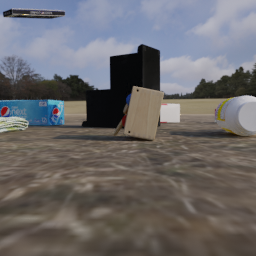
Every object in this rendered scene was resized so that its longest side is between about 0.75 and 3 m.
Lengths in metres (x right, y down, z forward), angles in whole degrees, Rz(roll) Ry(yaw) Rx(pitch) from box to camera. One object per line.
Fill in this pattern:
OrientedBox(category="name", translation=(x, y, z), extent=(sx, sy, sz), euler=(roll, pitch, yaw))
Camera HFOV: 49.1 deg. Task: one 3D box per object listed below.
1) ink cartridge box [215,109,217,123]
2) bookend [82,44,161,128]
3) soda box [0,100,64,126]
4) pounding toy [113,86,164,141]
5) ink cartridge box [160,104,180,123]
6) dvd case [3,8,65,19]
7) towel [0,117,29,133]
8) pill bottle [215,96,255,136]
OrientedBox(category="ink cartridge box", translation=(4.329, -0.534, 12.232), extent=(0.620, 0.623, 0.857), euler=(-3, 4, -36))
OrientedBox(category="bookend", translation=(-0.267, -1.224, 9.041), extent=(2.429, 2.413, 1.119), euler=(1, 4, 33))
OrientedBox(category="soda box", translation=(-3.880, -0.581, 10.603), extent=(2.883, 0.925, 0.978), euler=(2, 4, 23))
OrientedBox(category="pounding toy", translation=(0.156, -0.231, 5.373), extent=(0.785, 1.016, 1.104), euler=(12, 4, 0))
OrientedBox(category="ink cartridge box", translation=(1.193, -0.686, 12.817), extent=(1.499, 0.870, 2.031), euler=(-2, 6, -27))
OrientedBox(category="dvd case", translation=(-2.242, -2.717, 6.678), extent=(1.215, 0.150, 0.913), euler=(-12, 20, -33))
OrientedBox(category="towel", translation=(-3.616, -0.105, 7.164), extent=(1.639, 0.395, 1.403), euler=(0, 3, 10))
OrientedBox(category="pill bottle", translation=(2.471, -0.268, 6.105), extent=(0.841, 0.841, 1.613), euler=(0, 4, 6))
